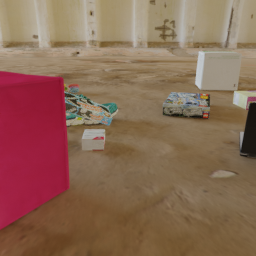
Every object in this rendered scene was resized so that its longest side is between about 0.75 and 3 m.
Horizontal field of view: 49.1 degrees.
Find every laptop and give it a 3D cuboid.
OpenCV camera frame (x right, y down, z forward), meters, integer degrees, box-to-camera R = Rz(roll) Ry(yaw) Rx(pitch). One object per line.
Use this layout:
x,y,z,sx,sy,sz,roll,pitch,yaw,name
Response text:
4.283,-0.013,6.881,2.706,1.675,2.890,7,19,19,laptop

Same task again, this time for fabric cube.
-2.742,0.264,4.934,2.382,2.336,2.374,10,20,30,fabric cube

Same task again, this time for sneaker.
-1.590,-0.686,9.972,2.650,1.056,1.027,-7,19,-22,sneaker

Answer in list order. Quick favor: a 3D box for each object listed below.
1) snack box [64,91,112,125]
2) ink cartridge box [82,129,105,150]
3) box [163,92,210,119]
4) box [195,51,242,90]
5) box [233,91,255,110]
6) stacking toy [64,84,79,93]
-1.165,-0.549,7.758,1.406,0.261,0.817,19,22,-24,snack box
-0.965,0.324,7.973,0.610,0.350,0.840,-1,18,-2,ink cartridge box
2.537,-1.012,11.833,1.780,0.518,2.600,5,19,15,box
5.305,-3.431,16.649,2.158,2.169,1.858,2,20,3,box
5.479,-1.249,12.458,1.085,0.596,1.233,-2,19,-6,box
-3.355,-2.072,15.640,1.240,0.524,1.122,-2,-8,-17,stacking toy
